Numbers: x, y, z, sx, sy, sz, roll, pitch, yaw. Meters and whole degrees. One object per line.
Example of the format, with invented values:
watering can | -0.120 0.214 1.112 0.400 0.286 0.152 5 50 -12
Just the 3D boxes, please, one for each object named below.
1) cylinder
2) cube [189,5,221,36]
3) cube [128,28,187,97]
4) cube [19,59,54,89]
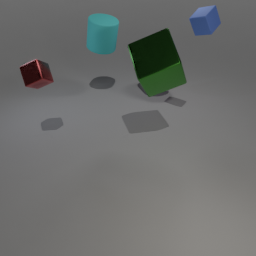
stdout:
cylinder | -1.191 -4.371 13.014 1.400 1.400 1.400 7 41 -6
cube | 2.698 -3.745 9.795 0.700 0.700 0.700 15 57 47
cube | 0.985 -2.101 9.236 1.400 1.400 1.400 -20 67 12
cube | -3.036 -1.778 9.342 0.700 0.700 0.700 -20 -5 16
